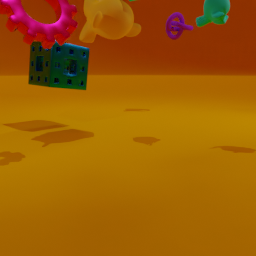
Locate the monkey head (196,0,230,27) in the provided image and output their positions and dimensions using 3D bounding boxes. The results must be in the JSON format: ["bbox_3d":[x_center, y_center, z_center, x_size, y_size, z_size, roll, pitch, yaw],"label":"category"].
[{"bbox_3d":[1.839,-2.620,6.189,0.782,1.086,0.655,-18,-32,21],"label":"monkey head"}]

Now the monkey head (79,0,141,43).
[{"bbox_3d":[-0.516,-2.405,6.555,1.096,1.309,1.819,43,28,20],"label":"monkey head"}]

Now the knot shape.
[{"bbox_3d":[1.955,-4.077,11.403,1.170,0.541,1.095,20,-22,-23],"label":"knot shape"}]

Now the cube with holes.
[{"bbox_3d":[-2.096,-1.865,8.475,1.267,1.267,1.267,14,11,43],"label":"cube with holes"}]

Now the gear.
[{"bbox_3d":[-1.484,-1.993,4.707,1.287,1.287,0.238,-9,-9,-37],"label":"gear"}]
